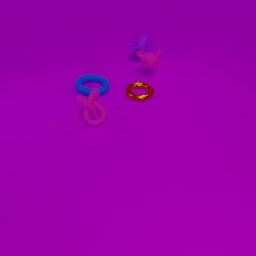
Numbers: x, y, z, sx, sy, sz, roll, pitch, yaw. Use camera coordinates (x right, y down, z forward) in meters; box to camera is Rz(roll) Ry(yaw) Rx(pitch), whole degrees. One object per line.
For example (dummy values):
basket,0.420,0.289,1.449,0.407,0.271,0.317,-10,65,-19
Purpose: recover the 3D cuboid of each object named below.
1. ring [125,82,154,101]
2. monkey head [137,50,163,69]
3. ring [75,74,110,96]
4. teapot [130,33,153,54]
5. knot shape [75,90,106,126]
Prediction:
ring,0.439,-1.358,10.283,1.068,0.214,1.068,2,41,-1
monkey head,0.910,-2.744,10.900,1.178,0.847,0.710,9,32,-49
ring,-1.328,-1.617,10.482,1.289,0.258,1.289,5,40,-4
teapot,0.598,-3.579,11.978,0.765,0.972,1.563,19,36,30
knot shape,-1.125,-0.620,8.917,0.542,1.098,1.173,-19,3,27
